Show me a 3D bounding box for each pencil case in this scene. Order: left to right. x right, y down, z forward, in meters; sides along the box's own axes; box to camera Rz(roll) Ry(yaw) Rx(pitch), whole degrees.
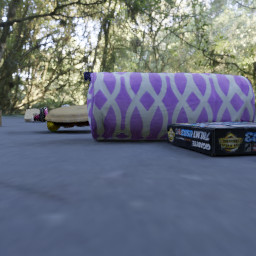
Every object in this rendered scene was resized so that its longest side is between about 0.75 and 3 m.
[{"bbox_3d":[0.658,-0.336,4.875,2.878,1.208,1.230,1,-21,-5],"label":"pencil case"}]

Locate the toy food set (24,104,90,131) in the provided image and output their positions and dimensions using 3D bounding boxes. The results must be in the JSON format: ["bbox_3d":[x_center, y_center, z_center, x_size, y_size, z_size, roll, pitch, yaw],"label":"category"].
[{"bbox_3d":[-1.197,-0.240,7.099,2.666,0.535,1.841,-7,13,-14],"label":"toy food set"}]

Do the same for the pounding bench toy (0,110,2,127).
[{"bbox_3d":[-4.987,-0.339,9.864,0.919,0.571,0.717,-2,3,-30],"label":"pounding bench toy"}]

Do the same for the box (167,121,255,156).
[{"bbox_3d":[1.368,0.097,3.663,1.357,0.337,1.347,-1,3,-14],"label":"box"}]

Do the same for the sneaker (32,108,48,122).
[{"bbox_3d":[-4.833,-0.647,14.648,0.882,0.744,2.017,-3,1,-38],"label":"sneaker"}]

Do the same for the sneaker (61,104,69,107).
[{"bbox_3d":[-3.217,-0.727,14.091,0.794,0.928,2.131,0,4,-6],"label":"sneaker"}]
